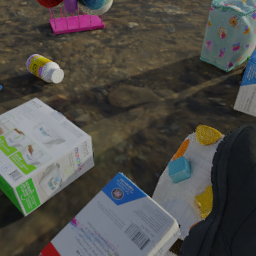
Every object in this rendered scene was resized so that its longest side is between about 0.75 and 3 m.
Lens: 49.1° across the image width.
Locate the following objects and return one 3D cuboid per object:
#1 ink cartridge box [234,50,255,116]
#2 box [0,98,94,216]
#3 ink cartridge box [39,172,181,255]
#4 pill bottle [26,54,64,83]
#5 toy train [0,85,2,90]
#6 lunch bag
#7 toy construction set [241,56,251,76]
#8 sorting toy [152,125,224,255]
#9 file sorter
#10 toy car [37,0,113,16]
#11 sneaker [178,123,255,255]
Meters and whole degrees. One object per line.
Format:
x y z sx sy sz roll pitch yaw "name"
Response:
4.299 -0.998 7.465 2.341 1.693 0.986 23 46 25 "ink cartridge box"
-2.161 0.470 6.248 2.133 1.031 1.882 31 49 31 "box"
-0.395 1.990 4.406 2.245 0.755 1.304 -44 54 -15 "ink cartridge box"
-2.749 -1.951 9.353 1.316 0.686 0.686 29 49 31 "pill bottle"
-4.545 -1.484 8.952 0.706 0.536 1.236 -29 48 -21 "toy train"
3.977 -3.543 10.061 2.545 2.168 1.552 -30 49 -30 "lunch bag"
4.479 -2.140 9.092 1.430 1.317 1.714 23 46 25 "toy construction set"
1.486 1.561 5.020 2.851 1.523 2.567 28 67 29 "sorting toy"
-2.431 -5.418 12.815 2.312 1.450 1.607 -13 43 -15 "file sorter"
-1.599 -4.079 7.564 2.767 2.422 2.075 12 58 -1 "toy car"
1.518 0.970 3.280 1.144 0.957 2.521 -8 45 46 "sneaker"
